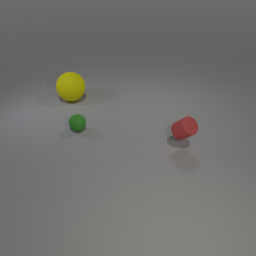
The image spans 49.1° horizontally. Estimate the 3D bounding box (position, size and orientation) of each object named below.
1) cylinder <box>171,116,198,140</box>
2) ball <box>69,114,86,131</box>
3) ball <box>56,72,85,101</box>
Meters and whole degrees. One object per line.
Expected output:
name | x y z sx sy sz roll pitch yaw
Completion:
cylinder | 2.030 0.011 10.057 0.700 0.700 0.700 -25 -4 -34
ball | -2.067 -0.221 11.449 0.700 0.700 0.700 0 32 0
ball | -2.788 -2.017 13.657 1.400 1.400 1.400 0 32 0
